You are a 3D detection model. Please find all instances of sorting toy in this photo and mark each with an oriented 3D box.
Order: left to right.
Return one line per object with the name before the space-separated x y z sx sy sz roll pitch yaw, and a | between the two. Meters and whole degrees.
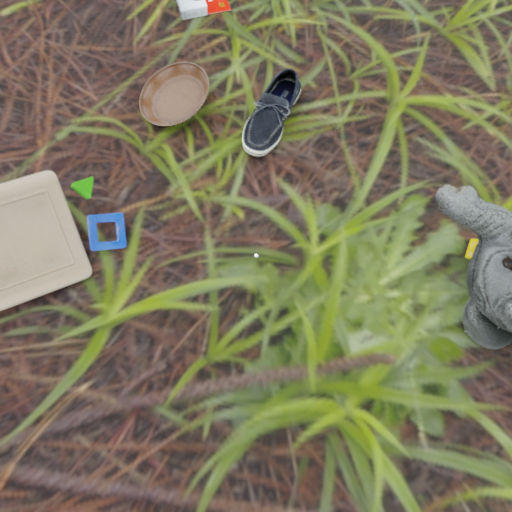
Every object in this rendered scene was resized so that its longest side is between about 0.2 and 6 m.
sorting toy | -3.759 -0.240 8.904 3.291 0.448 1.853 -22 99 -22

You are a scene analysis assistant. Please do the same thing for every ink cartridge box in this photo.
ink cartridge box | -1.204 -5.666 12.020 1.068 0.268 1.230 -14 65 -5

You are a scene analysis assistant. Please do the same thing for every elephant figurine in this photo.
elephant figurine | 3.958 0.600 8.046 3.106 2.197 2.409 5 50 -5

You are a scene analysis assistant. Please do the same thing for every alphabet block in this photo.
alphabet block | 3.691 -0.050 9.116 0.362 0.356 0.354 25 79 -30

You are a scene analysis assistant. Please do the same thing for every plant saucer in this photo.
plant saucer | -1.513 -2.998 10.561 1.421 0.260 1.421 -6 68 16

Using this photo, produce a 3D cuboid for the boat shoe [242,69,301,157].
boat shoe | 0.289 -2.696 10.394 0.730 0.609 1.957 24 68 9
